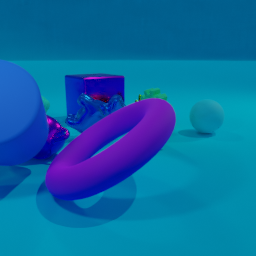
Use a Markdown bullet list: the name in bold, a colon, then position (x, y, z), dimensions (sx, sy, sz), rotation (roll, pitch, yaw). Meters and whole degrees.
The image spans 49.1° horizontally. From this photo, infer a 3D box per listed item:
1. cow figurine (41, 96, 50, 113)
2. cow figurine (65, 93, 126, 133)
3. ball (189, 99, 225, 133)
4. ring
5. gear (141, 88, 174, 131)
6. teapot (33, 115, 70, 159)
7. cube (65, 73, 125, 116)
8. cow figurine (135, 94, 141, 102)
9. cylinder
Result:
- **cow figurine**: position (-2.437, -0.305, 6.823), dimensions (0.825, 1.503, 1.479), rotation (28, -32, -19)
- **cow figurine**: position (-0.652, -0.290, 6.450), dimensions (1.246, 1.266, 0.695), rotation (31, 11, -12)
- **ball**: position (1.954, -0.289, 6.953), dimensions (0.841, 0.841, 0.841), rotation (0, 15, 0)
- **ring**: position (-0.268, 0.238, 4.067), dimensions (2.099, 0.420, 2.099), rotation (-30, 15, 9)
- **gear**: position (0.607, -0.313, 5.932), dimensions (0.195, 1.055, 1.055), rotation (-19, 21, -21)
- **teapot**: position (-1.704, 0.215, 5.254), dimensions (1.455, 0.905, 0.713), rotation (-10, 34, 21)
- **cube**: position (-0.991, -0.907, 8.355), dimensions (1.321, 1.321, 1.321), rotation (-10, 18, -34)
- **cow figurine**: position (0.366, -0.387, 7.401), dimensions (1.463, 0.803, 1.440), rotation (-7, 23, -41)
- **cylinder**: position (-1.807, -0.156, 4.017), dimensions (1.204, 1.204, 1.204), rotation (-3, -18, -12)
